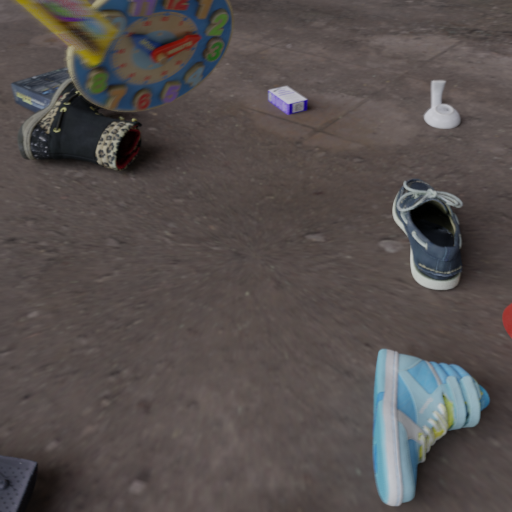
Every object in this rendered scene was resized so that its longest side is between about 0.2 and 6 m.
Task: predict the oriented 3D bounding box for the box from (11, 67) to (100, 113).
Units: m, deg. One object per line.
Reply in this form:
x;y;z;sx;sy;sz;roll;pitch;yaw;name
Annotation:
-4.590;-4.167;14.057;1.823;0.590;2.311;26;44;31;box

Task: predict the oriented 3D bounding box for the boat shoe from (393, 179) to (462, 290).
2.821;-0.608;9.222;1.028;0.849;2.746;6;38;7;boat shoe

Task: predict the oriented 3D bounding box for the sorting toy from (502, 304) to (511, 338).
4.996;0.009;8.079;3.765;1.297;1.306;-30;46;-32;sorting toy

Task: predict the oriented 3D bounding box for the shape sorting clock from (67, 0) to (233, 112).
-1.421;-2.910;7.932;2.463;2.463;0.483;-20;66;-24;shape sorting clock

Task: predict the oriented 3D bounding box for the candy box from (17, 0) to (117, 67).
-2.194;-2.805;6.422;0.156;1.182;0.604;-15;48;43;candy box

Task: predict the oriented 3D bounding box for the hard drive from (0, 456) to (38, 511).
-3.260;2.570;5.454;1.961;0.415;1.323;2;38;3;hard drive

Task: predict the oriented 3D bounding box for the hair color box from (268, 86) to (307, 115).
0.773;-3.857;13.887;0.543;0.322;0.994;-19;43;-21;hair color box

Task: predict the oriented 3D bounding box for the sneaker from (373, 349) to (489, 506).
1.941;1.835;6.130;1.272;0.775;1.949;5;39;9;sneaker

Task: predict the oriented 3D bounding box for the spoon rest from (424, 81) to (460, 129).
4.437;-3.550;13.466;0.819;0.499;1.648;4;51;7;spoon rest

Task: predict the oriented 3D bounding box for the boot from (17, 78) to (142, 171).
-3.364;-2.848;12.004;2.221;1.062;2.941;12;45;12;boot
